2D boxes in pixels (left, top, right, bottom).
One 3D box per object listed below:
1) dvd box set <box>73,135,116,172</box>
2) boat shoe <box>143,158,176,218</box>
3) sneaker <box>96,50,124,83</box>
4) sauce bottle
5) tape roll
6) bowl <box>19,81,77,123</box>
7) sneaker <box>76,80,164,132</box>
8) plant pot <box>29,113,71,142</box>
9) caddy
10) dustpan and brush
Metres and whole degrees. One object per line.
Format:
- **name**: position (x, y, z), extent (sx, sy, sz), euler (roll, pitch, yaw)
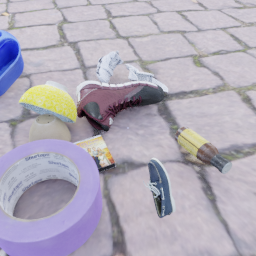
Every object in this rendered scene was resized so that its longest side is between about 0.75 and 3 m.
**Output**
- **dvd box set**: position (-0.920, 0.708, 7.462), extent (0.852, 0.171, 1.165), euler (-16, 44, -16)
- **boat shoe**: position (0.618, 1.250, 5.775), extent (0.397, 1.284, 0.481), euler (-23, 19, -24)
- **sneaker**: position (-0.653, -2.224, 10.084), extent (0.867, 0.567, 1.508), euler (-28, 41, 25)
- **sauce bottle**: position (1.863, 0.554, 7.029), extent (0.533, 0.533, 1.649), euler (-21, 39, -22)
- **tape roll**: position (-1.755, 1.434, 5.885), extent (2.383, 1.012, 2.383), euler (-1, 46, 1)
- **bowl**: position (-2.143, -0.808, 7.966), extent (1.623, 1.623, 0.873), euler (15, 80, 16)
- **sneaker**: position (-0.248, -0.561, 8.510), extent (2.757, 1.043, 1.592), euler (0, 56, 1)
- **plant pot**: position (-2.193, 0.059, 7.701), extent (1.152, 0.774, 1.152), euler (0, 37, 0)
- **caddy**: position (-4.622, -2.147, 9.270), extent (1.730, 1.285, 2.447), euler (30, 69, 4)
- **dustpan and brush**: position (0.399, -1.878, 9.914), extent (1.443, 0.592, 2.068), euler (13, 9, -37)
